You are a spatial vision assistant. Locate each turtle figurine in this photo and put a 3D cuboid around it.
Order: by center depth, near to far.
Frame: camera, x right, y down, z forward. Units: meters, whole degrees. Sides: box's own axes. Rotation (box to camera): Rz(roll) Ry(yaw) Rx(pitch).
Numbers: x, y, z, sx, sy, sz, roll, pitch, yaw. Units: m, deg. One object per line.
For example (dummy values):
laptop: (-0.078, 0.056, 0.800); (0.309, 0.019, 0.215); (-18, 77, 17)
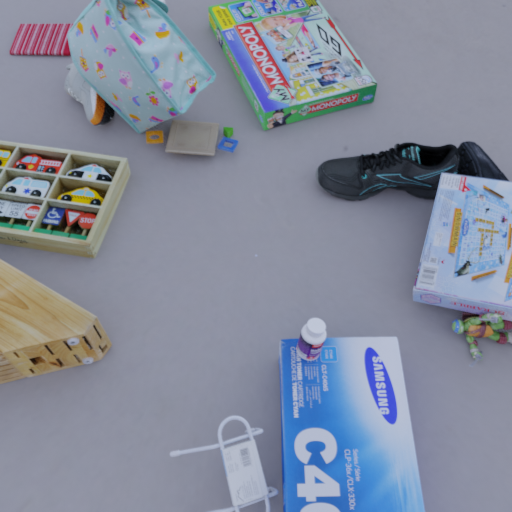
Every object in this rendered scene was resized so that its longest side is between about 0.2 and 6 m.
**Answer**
turtle figurine: (4.099, 1.422, 9.692); (1.196, 1.233, 0.887); (0, 91, -5)

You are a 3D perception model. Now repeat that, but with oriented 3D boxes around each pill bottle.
pill bottle: (0.875, 1.291, 8.747); (0.393, 0.705, 0.393); (4, 47, -5)

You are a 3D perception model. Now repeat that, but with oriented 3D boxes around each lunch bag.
lunch bag: (-2.547, -4.158, 11.749); (2.281, 2.678, 1.633); (-4, 45, 54)

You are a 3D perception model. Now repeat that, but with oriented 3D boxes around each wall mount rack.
wall mount rack: (-0.465, 3.275, 8.399); (1.418, 0.608, 1.632); (-11, 81, -19)

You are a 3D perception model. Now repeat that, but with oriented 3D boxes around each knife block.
knife block: (-4.687, 0.608, 9.993); (3.687, 1.179, 3.236); (-12, 59, -7)

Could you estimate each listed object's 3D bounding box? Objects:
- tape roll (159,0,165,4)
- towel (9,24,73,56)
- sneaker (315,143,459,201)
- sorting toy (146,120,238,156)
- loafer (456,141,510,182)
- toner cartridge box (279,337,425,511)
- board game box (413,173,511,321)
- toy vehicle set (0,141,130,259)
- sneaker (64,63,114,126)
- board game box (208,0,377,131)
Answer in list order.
tape roll: (-3.137, -6.021, 14.259); (1.780, 1.222, 1.780); (0, 57, 0)
towel: (-5.503, -5.641, 14.640); (1.621, 0.182, 1.172); (1, 59, 3)
sneaker: (2.728, -1.888, 11.648); (2.960, 1.173, 1.116); (-2, 59, 1)
sorting toy: (-1.435, -2.615, 12.635); (2.081, 0.283, 1.172); (5, 51, 0)
loafer: (4.857, -1.195, 11.386); (0.952, 0.921, 2.712); (-9, 62, -12)
toner cartridge box: (1.377, 3.302, 8.435); (1.980, 0.900, 4.168); (-1, 57, -1)
board game box: (4.426, -0.157, 10.117); (2.623, 0.541, 2.630); (12, 65, 21)
toy vehicle set: (-4.751, -1.279, 11.641); (3.695, 0.490, 2.296); (9, 58, 5)
sneaker: (-4.002, -3.817, 13.203); (1.023, 0.842, 2.223); (-18, 56, 7)
board game box: (0.784, -5.098, 14.031); (2.860, 0.619, 4.250); (-17, 59, -11)
